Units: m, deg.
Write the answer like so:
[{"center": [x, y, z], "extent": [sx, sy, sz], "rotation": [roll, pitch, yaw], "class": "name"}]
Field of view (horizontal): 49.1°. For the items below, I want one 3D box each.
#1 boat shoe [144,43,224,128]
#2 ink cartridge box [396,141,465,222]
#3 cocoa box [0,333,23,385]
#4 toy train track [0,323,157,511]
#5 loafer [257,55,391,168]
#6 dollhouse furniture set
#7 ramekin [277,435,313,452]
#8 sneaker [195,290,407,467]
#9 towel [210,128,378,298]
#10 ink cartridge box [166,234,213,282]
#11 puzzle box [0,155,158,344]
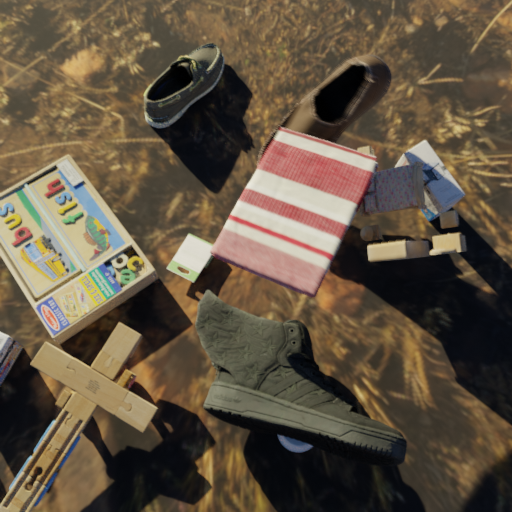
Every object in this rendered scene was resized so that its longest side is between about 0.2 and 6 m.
[{"center": [-1.583, -3.976, 12.591], "extent": [0.914, 0.764, 2.557], "rotation": [32, 69, 14], "class": "boat shoe"}, {"center": [3.425, -1.478, 11.199], "extent": [0.573, 0.977, 1.334], "rotation": [-32, 79, -7], "class": "ink cartridge box"}, {"center": [-4.809, 1.862, 9.956], "extent": [0.694, 0.683, 1.041], "rotation": [20, 67, 9], "class": "cocoa box"}, {"center": [-3.186, 2.985, 9.542], "extent": [2.261, 0.641, 3.942], "rotation": [30, 74, 5], "class": "toy train track"}, {"center": [1.093, -2.593, 10.697], "extent": [1.189, 1.156, 3.256], "rotation": [47, 110, 11], "class": "loafer"}, {"center": [2.655, -1.088, 10.347], "extent": [1.963, 1.124, 2.302], "rotation": [-7, 88, 40], "class": "dollhouse furniture set"}, {"center": [0.725, 2.977, 9.623], "extent": [0.725, 0.353, 0.725], "rotation": [0, 64, 0], "class": "ramekin"}, {"center": [0.629, 1.960, 9.398], "extent": [3.987, 1.197, 2.080], "rotation": [9, 60, 20], "class": "sneaker"}, {"center": [0.649, -0.779, 9.177], "extent": [1.885, 0.298, 2.617], "rotation": [23, 73, 19], "class": "towel"}, {"center": [-1.261, 0.067, 11.040], "extent": [0.643, 0.212, 0.883], "rotation": [25, 68, 11], "class": "ink cartridge box"}, {"center": [-3.798, -0.240, 11.059], "extent": [2.253, 0.430, 3.386], "rotation": [-35, 70, -14], "class": "puzzle box"}]
